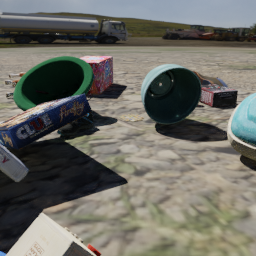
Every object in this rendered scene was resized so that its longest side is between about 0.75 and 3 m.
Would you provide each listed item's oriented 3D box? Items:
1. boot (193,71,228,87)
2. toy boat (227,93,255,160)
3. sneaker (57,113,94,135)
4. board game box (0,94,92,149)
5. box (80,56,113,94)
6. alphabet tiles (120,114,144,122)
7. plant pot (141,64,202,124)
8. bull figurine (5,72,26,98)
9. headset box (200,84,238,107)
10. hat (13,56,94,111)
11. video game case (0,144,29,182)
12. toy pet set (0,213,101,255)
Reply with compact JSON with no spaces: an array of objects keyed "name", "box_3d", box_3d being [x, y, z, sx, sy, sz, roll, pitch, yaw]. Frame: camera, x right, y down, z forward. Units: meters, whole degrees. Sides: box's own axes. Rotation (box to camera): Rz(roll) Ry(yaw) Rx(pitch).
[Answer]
[{"name":"boot","box_3d":[3.491,-1.938,12.431,1.072,0.826,2.211,6,26,-18]},{"name":"toy boat","box_3d":[3.668,-0.127,5.747,2.889,1.343,2.429,17,41,29]},{"name":"sneaker","box_3d":[-1.423,-0.145,7.501,0.450,0.504,1.230,13,24,31]},{"name":"board game box","box_3d":[-1.988,-0.140,5.900,1.570,0.401,2.318,-32,18,-33]},{"name":"box","box_3d":[-1.638,-2.534,12.995,1.473,1.359,2.871,3,20,9]},{"name":"alphabet tiles","box_3d":[0.113,-0.326,8.740,0.628,0.024,0.754,-10,21,-26]},{"name":"plant pot","box_3d":[1.095,-1.122,8.163,1.711,1.711,1.146,-6,32,-15]},{"name":"bull figurine","box_3d":[-4.188,-1.853,11.777,1.664,0.892,2.740,-5,20,-11]},{"name":"headset box","box_3d":[3.290,-1.233,10.516,1.087,0.549,1.463,-7,20,-18]},{"name":"hat","box_3d":[-2.025,-0.779,9.682,2.940,2.588,2.435,-40,57,-20]},{"name":"video game case","box_3d":[-3.072,-0.270,4.731,2.703,2.463,0.311,15,59,48]},{"name":"toy pet set","box_3d":[-0.425,1.510,2.357,1.572,1.467,0.835,17,61,44]}]
